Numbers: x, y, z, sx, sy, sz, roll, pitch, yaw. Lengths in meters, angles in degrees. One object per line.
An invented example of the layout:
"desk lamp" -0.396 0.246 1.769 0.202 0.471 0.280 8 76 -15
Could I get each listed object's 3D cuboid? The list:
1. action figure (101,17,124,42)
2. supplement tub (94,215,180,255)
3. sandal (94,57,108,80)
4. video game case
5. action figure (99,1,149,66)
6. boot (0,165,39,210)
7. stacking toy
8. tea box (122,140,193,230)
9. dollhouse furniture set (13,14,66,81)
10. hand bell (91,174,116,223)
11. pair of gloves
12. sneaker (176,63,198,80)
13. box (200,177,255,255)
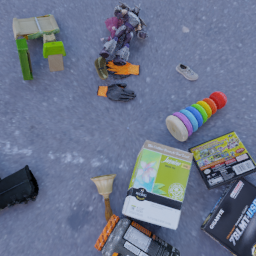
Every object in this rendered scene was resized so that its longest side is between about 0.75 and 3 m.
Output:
"action figure" -0.612 -4.230 12.456 0.897 0.997 1.338 -9 85 41
"supplement tub" 0.276 4.091 9.264 2.568 1.574 1.574 30 75 10
"sandal" -1.109 -2.485 11.830 0.518 0.348 1.290 -13 61 -4
"video game case" 3.529 1.181 10.531 1.947 0.248 1.760 -22 58 0
"action figure" -0.054 -4.083 11.896 1.882 1.003 2.892 29 78 -23
"boot" -4.485 1.914 10.326 1.866 0.843 2.278 -23 81 -5
"stacking toy" 2.817 -0.629 11.050 2.648 1.130 1.130 -34 76 -14
"tea box" 0.898 1.947 9.434 1.621 2.426 2.387 16 74 1
"dollhouse furniture set" -3.844 -3.579 12.151 1.874 1.436 2.861 -12 49 -17
"hand bell" -0.760 2.665 10.249 0.953 0.953 1.831 -9 86 -3
"pair of gloves" -0.381 -2.026 11.875 1.669 0.232 1.873 9 74 3
"sneaker" 2.515 -2.389 11.879 1.039 0.426 0.388 30 75 9
"box" 4.291 3.383 10.005 2.447 0.613 2.466 38 76 10
